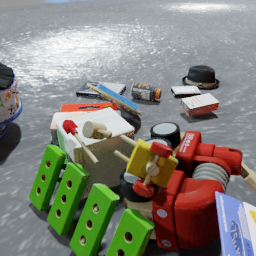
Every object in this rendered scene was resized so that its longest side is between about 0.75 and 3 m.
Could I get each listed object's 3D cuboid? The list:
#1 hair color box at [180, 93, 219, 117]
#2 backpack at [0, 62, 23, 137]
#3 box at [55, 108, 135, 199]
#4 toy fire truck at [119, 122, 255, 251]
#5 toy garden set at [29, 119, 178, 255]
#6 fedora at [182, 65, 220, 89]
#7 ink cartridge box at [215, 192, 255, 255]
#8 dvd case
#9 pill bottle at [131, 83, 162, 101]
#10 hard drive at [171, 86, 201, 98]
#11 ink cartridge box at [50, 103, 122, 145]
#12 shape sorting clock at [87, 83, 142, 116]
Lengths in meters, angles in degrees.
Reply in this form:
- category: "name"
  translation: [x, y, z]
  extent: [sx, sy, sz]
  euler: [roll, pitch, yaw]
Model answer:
- category: "hair color box"
  translation: [2.157, -0.707, 8.461]
  extent: [1.003, 0.320, 0.556]
  euler: [-12, 40, -17]
- category: "backpack"
  translation: [-3.943, -0.633, 7.026]
  extent: [2.424, 1.960, 2.544]
  euler: [-12, 37, -6]
- category: "box"
  translation: [-0.649, 0.477, 5.775]
  extent: [1.299, 1.293, 1.113]
  euler: [-18, 35, -25]
- category: "toy fire truck"
  translation: [1.465, 1.111, 4.782]
  extent: [2.582, 1.661, 2.272]
  euler: [2, 29, 24]
- category: "toy garden set"
  translation: [-0.480, 0.882, 4.564]
  extent: [2.590, 2.159, 0.517]
  euler: [30, 12, 39]
- category: "fedora"
  translation: [2.758, -1.987, 10.536]
  extent: [1.401, 0.640, 1.401]
  euler: [0, 31, 0]
- category: "ink cartridge box"
  translation: [2.126, 1.885, 3.374]
  extent: [2.533, 0.532, 1.512]
  euler: [27, 32, -4]
- category: "dvd case"
  translation: [-0.929, -1.349, 9.915]
  extent: [1.493, 0.185, 1.122]
  euler: [9, 32, 14]
- category: "pill bottle"
  translation: [0.626, -1.197, 9.345]
  extent: [0.962, 0.511, 0.511]
  euler: [12, 33, 18]
- category: "hard drive"
  translation: [2.021, -1.275, 9.808]
  extent: [0.919, 0.174, 0.642]
  euler: [-2, 31, -4]
- category: "ink cartridge box"
  translation: [-1.113, -0.386, 7.953]
  extent: [1.832, 0.566, 2.259]
  euler: [-3, 34, -5]
- category: "shape sorting clock"
  translation: [-0.397, -0.793, 8.049]
  extent: [1.779, 0.349, 1.779]
  euler: [29, -1, 0]
